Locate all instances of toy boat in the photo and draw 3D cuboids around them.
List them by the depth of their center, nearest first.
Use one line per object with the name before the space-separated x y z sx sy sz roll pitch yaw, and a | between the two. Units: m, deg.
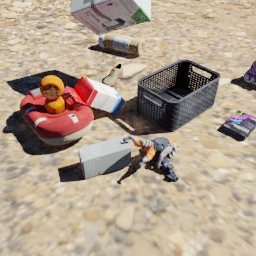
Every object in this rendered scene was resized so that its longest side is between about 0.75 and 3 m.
toy boat | -2.159 -0.739 8.278 1.703 1.706 2.610 -27 48 -28

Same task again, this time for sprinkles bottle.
sprinkles bottle | -0.296 -3.819 12.650 2.109 0.720 0.720 20 44 21

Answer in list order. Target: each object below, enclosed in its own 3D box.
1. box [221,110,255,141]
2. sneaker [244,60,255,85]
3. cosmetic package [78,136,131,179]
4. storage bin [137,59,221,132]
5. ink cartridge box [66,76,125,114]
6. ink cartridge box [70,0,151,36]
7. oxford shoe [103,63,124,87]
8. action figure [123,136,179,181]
box | 3.519 -0.102 8.707 0.780 0.197 1.091 31 51 31
sneaker | 5.426 -1.917 10.233 2.211 0.978 0.889 28 47 27
cosmetic package | -0.593 0.756 7.326 1.314 0.702 0.593 -15 41 -14
storage bin | 1.631 -1.140 9.195 2.465 1.156 1.667 -31 49 -30
ink cartridge box | -1.015 -1.072 8.913 1.662 0.559 0.965 15 25 -44
ink cartridge box | -0.552 -4.000 9.183 2.202 1.607 0.925 -6 77 29
oxford shoe | -0.603 -2.032 10.713 0.479 0.509 1.361 15 43 17
action figure | 0.800 0.645 7.286 1.492 0.807 1.543 -6 41 -39
